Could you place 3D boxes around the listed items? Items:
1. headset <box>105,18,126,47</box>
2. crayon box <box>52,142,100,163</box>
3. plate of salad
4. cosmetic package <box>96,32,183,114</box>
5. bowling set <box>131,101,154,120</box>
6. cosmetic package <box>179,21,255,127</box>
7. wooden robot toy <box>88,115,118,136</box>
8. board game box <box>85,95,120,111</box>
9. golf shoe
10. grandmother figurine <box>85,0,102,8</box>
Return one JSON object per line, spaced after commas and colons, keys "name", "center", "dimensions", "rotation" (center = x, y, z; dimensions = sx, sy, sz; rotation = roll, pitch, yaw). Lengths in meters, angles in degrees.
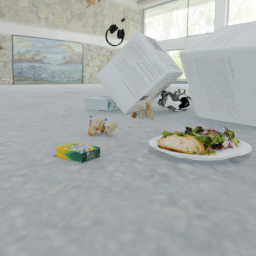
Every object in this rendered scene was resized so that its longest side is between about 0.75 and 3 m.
{"name": "headset", "center": [-0.364, -3.106, 9.030], "dimensions": [0.606, 0.981, 0.461], "rotation": [29, 2, -23]}
{"name": "crayon box", "center": [-0.955, 0.429, 5.128], "dimensions": [0.776, 0.200, 0.488], "rotation": [7, 13, 36]}
{"name": "plate of salad", "center": [1.389, 0.220, 5.525], "dimensions": [1.952, 0.469, 1.952], "rotation": [-1, 10, 0]}
{"name": "cosmetic package", "center": [0.501, -2.142, 11.206], "dimensions": [2.410, 1.988, 1.986], "rotation": [-42, -10, 27]}
{"name": "bowling set", "center": [0.494, -0.627, 9.747], "dimensions": [0.729, 0.562, 1.047], "rotation": [-2, 10, -10]}
{"name": "cosmetic package", "center": [3.690, -1.745, 8.574], "dimensions": [2.450, 2.453, 2.973], "rotation": [-34, 27, -23]}
{"name": "wooden robot toy", "center": [-0.740, 0.055, 6.963], "dimensions": [1.127, 0.496, 0.511], "rotation": [12, 51, 45]}
{"name": "board game box", "center": [-0.900, -1.123, 12.460], "dimensions": [1.250, 0.545, 1.695], "rotation": [8, 15, 34]}
{"name": "golf shoe", "center": [2.271, -1.090, 11.952], "dimensions": [1.113, 0.916, 2.357], "rotation": [28, 27, 32]}
{"name": "grandmother figurine", "center": [-1.245, -4.877, 10.562], "dimensions": [0.909, 0.454, 1.498], "rotation": [-30, 20, 20]}
